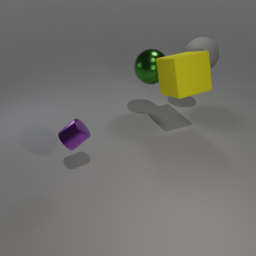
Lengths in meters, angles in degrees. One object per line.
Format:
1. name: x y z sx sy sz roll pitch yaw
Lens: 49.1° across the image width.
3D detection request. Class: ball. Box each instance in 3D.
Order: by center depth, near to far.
1. ball: 0.940 -2.459 11.279 1.400 1.400 1.400 0 31 0
2. ball: 3.010 -2.999 11.510 1.400 1.400 1.400 0 31 0

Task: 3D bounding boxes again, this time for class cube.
1. cube: 2.033 -1.977 10.273 1.400 1.400 1.400 -16 18 -18

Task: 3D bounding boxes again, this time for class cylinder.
1. cylinder: -1.608 0.192 8.407 0.700 0.700 0.700 -39 32 11
